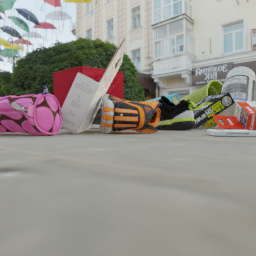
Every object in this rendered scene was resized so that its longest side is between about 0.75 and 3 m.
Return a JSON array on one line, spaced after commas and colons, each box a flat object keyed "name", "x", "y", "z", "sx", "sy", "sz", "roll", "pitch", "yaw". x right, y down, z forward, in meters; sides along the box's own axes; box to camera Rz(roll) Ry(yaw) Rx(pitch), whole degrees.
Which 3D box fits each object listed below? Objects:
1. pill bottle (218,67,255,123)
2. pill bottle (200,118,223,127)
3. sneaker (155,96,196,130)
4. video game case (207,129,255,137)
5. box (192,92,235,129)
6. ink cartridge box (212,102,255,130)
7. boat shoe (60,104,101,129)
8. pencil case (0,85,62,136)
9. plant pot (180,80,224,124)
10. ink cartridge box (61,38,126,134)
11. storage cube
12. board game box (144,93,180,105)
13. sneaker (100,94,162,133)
[{"name": "pill bottle", "x": 3.962, "y": -1.163, "z": 10.030, "sx": 1.228, "sy": 1.228, "sz": 2.159, "roll": 1, "pitch": 46, "yaw": 27}, {"name": "pill bottle", "x": 3.061, "y": -0.330, "z": 10.585, "sx": 1.061, "sy": 0.597, "sz": 0.597, "roll": -1, "pitch": 2, "yaw": -22}, {"name": "sneaker", "x": 0.959, "y": -0.431, "z": 7.960, "sx": 2.282, "sy": 0.945, "sz": 0.818, "roll": 2, "pitch": 2, "yaw": 44}, {"name": "video game case", "x": 1.827, "y": 0.084, "z": 4.935, "sx": 0.735, "sy": 0.096, "sz": 0.808, "roll": 0, "pitch": 1, "yaw": 7}, {"name": "box", "x": 2.361, "y": -0.542, "z": 8.893, "sx": 1.413, "sy": 0.390, "sz": 1.764, "roll": -33, "pitch": 5, "yaw": -2}, {"name": "ink cartridge box", "x": 2.967, "y": -0.308, "z": 6.628, "sx": 1.711, "sy": 0.431, "sz": 0.932, "roll": 1, "pitch": 23, "yaw": 4}, {"name": "boat shoe", "x": -1.651, "y": -0.407, "z": 8.946, "sx": 2.949, "sy": 0.840, "sz": 0.986, "roll": 0, "pitch": 2, "yaw": 13}, {"name": "pencil case", "x": -2.168, "y": -0.268, "z": 5.095, "sx": 1.890, "sy": 0.857, "sz": 0.885, "roll": -2, "pitch": 3, "yaw": 24}, {"name": "plant pot", "x": 3.744, "y": -1.069, "z": 14.288, "sx": 2.277, "sy": 2.277, "sz": 2.094, "roll": -2, "pitch": -9, "yaw": -44}, {"name": "ink cartridge box", "x": -0.771, "y": -0.926, "z": 6.386, "sx": 0.524, "sy": 2.066, "sz": 2.345, "roll": 26, "pitch": 0, "yaw": -3}, {"name": "storage cube", "x": -1.829, "y": -1.336, "z": 12.952, "sx": 2.363, "sy": 2.485, "sz": 2.764, "roll": -2, "pitch": 2, "yaw": -43}, {"name": "board game box", "x": 0.682, "y": -0.644, "z": 10.642, "sx": 1.685, "sy": 0.524, "sz": 2.232, "roll": -26, "pitch": 10, "yaw": -25}, {"name": "sneaker", "x": 0.035, "y": -0.253, "z": 6.328, "sx": 1.290, "sy": 0.893, "sz": 2.302, "roll": 4, "pitch": 11, "yaw": -8}]
